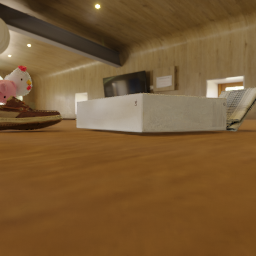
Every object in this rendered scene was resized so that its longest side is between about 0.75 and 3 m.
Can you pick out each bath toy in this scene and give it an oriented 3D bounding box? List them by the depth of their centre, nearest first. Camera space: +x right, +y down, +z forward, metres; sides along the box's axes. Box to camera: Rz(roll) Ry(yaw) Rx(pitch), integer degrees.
[{"bbox_3d":[-3.208,-0.896,6.785,1.070,0.910,2.462,41,34,2],"label":"bath toy"}]

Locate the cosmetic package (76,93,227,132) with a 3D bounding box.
[{"bbox_3d":[0.349,-0.294,6.073,2.069,0.709,2.744,1,1,-32],"label":"cosmetic package"}]

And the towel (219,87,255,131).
[{"bbox_3d":[2.303,-0.457,6.416,0.215,1.243,1.197,45,-16,-23],"label":"towel"}]

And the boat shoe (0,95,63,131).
[{"bbox_3d":[-2.393,-0.348,5.880,2.008,0.723,0.724,-4,-10,-26],"label":"boat shoe"}]
